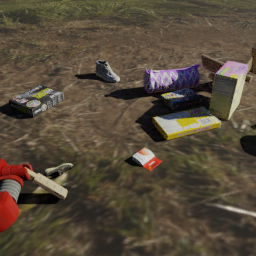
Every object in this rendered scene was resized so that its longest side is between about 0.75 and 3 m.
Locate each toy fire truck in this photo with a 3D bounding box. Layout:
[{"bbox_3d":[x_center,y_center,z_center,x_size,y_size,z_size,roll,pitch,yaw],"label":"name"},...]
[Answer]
[{"bbox_3d":[-3.039,1.808,7.484,2.399,1.544,2.112,-11,34,1],"label":"toy fire truck"}]

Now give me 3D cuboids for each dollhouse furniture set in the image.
[{"bbox_3d":[5.248,-3.359,13.819,2.022,2.360,2.482,33,79,29],"label":"dollhouse furniture set"}]

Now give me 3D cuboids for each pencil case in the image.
[{"bbox_3d":[2.085,-2.424,13.625,2.794,1.195,1.173,-9,31,-14],"label":"pencil case"}]

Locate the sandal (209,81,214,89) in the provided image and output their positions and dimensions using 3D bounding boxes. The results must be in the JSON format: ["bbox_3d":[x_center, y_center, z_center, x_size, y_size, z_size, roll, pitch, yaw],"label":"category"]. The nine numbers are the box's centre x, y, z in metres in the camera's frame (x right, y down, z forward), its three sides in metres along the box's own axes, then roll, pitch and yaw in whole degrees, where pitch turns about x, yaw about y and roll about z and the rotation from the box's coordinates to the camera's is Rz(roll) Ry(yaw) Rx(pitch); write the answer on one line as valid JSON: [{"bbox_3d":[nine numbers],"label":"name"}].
[{"bbox_3d":[4.368,-2.079,13.883,0.474,0.318,1.179,-1,34,-2],"label":"sandal"}]

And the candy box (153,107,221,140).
[{"bbox_3d":[2.326,-0.220,11.154,2.429,0.321,1.242,-12,37,-18],"label":"candy box"}]

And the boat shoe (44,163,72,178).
[{"bbox_3d":[-2.185,1.384,8.870,0.899,0.321,0.295,-13,46,-17],"label":"boat shoe"}]

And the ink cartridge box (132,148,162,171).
[{"bbox_3d":[0.642,1.037,9.449,0.814,0.204,0.660,26,42,37],"label":"ink cartridge box"}]

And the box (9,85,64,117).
[{"bbox_3d":[-4.078,-1.265,12.601,1.515,0.419,1.891,20,39,26],"label":"box"}]

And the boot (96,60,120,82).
[{"bbox_3d":[-1.130,-3.048,14.851,1.717,0.820,0.631,27,43,34],"label":"boot"}]

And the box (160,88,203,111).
[{"bbox_3d":[2.442,-1.336,12.812,1.590,0.300,1.086,-17,38,-23],"label":"box"}]

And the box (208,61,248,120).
[{"bbox_3d":[4.207,-1.602,11.799,0.912,1.887,1.659,21,40,27],"label":"box"}]
